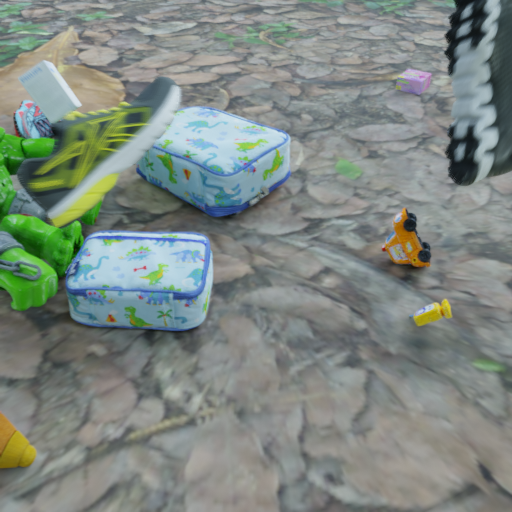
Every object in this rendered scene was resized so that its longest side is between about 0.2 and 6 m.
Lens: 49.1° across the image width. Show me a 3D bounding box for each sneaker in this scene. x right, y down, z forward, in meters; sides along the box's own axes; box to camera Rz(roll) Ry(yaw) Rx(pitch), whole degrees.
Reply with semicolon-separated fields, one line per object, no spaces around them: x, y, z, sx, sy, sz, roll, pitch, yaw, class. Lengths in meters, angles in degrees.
-2.036;-1.587;7.390;2.578;1.091;0.960;-53;22;-17;sneaker
3.312;-2.457;7.513;1.334;2.949;0.980;-5;14;-10;sneaker
-4.940;-3.071;12.824;0.982;0.815;2.056;-5;38;-9;sneaker

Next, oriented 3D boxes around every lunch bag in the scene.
-1.712;0.292;8.448;2.066;0.852;1.661;3;35;2;lunch bag
-0.836;-1.987;11.109;2.823;1.164;2.270;26;46;30;lunch bag

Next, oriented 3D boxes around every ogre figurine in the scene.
-4.006;-0.938;9.144;2.686;2.198;4.480;15;52;-9;ogre figurine

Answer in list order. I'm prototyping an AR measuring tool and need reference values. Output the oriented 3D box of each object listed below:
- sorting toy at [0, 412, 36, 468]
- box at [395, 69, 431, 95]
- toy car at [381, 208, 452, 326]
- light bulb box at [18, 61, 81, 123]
-3.177;2.708;5.429;1.103;1.110;3.201;24;36;-7;sorting toy
4.327;-4.790;15.398;0.686;0.377;0.779;23;44;27;box
2.327;0.125;8.603;0.709;1.045;2.131;-25;24;21;toy car
-3.782;-3.018;10.340;0.583;0.934;0.926;-34;19;0;light bulb box
